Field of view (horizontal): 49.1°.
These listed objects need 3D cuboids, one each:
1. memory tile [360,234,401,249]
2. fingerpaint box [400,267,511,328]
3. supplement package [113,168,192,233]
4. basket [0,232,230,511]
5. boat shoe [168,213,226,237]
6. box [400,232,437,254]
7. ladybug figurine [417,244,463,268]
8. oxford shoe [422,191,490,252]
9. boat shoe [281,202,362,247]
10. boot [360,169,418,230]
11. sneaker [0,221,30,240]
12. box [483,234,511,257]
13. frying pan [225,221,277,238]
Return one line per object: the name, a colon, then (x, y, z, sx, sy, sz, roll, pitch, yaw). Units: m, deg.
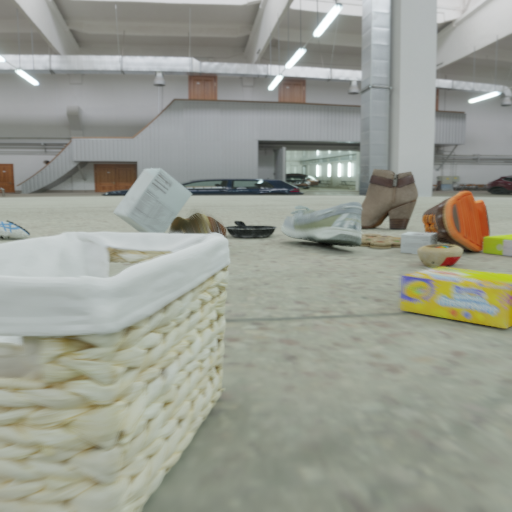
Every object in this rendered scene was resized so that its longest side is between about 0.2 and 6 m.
memory tile: (2.861, -0.363, 13.356, 1.447, 0.158, 1.888, -4, 8, -29)
fingerpaint box: (2.458, 0.449, 6.439, 1.228, 0.450, 1.024, 7, 9, 43)
supplement package: (-2.712, -1.365, 14.579, 1.091, 1.484, 1.419, 39, -11, -27)
basket: (-0.980, 0.527, 3.195, 1.314, 1.196, 1.939, 1, 7, 12)
boat shoe: (-1.320, -0.448, 11.921, 0.694, 0.740, 2.056, 13, -9, -29)
box: (3.430, -0.270, 11.785, 0.628, 0.413, 0.632, 4, 9, 29)
ladybug figurine: (3.287, 0.001, 9.999, 1.003, 0.361, 0.681, -6, 10, -38)
oxford shoe: (4.293, -0.645, 12.394, 1.298, 1.269, 3.560, -9, -5, 29)
boat shoe: (1.474, -0.749, 12.649, 1.041, 0.906, 2.824, 11, 0, -21)
boot: (3.674, -1.742, 17.185, 2.504, 1.831, 0.879, 3, 9, 21)
sneaker: (-6.622, -0.607, 14.136, 1.732, 0.628, 0.622, 11, -22, -6)
box: (5.536, -0.181, 11.234, 0.973, 0.380, 1.596, -5, 9, -33)
frying pan: (-0.411, -0.721, 15.245, 1.375, 0.370, 2.273, -5, 8, -37)
